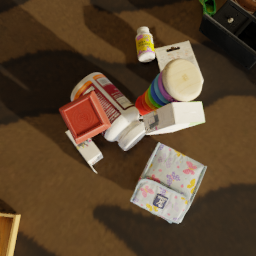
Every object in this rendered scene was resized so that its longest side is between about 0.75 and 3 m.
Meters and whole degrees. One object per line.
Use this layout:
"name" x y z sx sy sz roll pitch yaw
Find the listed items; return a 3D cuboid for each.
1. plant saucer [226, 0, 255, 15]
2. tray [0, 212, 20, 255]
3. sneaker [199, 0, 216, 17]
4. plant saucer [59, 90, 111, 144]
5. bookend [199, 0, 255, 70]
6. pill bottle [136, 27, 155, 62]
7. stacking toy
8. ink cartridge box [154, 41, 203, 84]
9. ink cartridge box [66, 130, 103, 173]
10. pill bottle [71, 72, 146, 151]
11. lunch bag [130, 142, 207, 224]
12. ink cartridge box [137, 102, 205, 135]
"plant saucer" 4.869 -5.083 10.926 1.992 0.343 1.992 0 75 1
"tray" -4.125 3.793 8.543 1.144 0.430 2.320 6 75 2
"sneaker" 3.094 -4.832 10.675 0.598 0.675 1.614 -7 75 -1
"plant saucer" -1.326 -0.314 8.397 1.254 0.230 1.252 -27 88 10
"bookend" 4.320 -3.857 10.009 2.419 1.121 2.434 43 88 10
"pill bottle" 0.608 -3.063 10.241 0.617 0.617 1.183 -7 75 -2
"stacking toy" 0.970 -0.983 8.538 1.192 2.793 1.192 6 74 -21
"ink cartridge box" 1.802 -2.208 10.158 1.371 0.427 1.704 -14 71 -4
"ink cartridge box" -1.307 0.680 9.107 0.528 0.895 1.555 -36 78 -9
"pill bottle" -0.572 -0.501 9.153 1.416 1.416 2.507 -42 79 -10
"lunch bag" 1.226 1.730 8.660 1.704 1.277 2.009 28 82 7
"ink cartridge box" 1.173 -0.226 8.110 1.074 1.833 0.617 -5 81 -30
